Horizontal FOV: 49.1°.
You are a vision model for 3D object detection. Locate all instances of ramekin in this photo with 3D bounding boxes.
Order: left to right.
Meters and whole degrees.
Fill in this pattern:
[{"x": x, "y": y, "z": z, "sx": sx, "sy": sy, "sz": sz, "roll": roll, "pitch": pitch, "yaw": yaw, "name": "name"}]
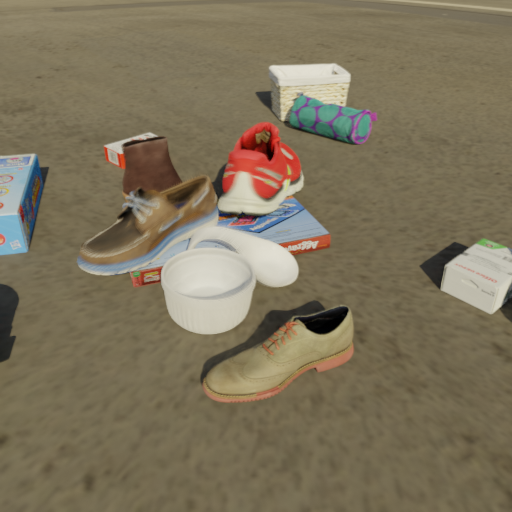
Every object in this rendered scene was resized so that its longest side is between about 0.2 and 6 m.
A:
[{"x": -0.712, "y": 0.536, "z": 8.366, "sx": 1.393, "sy": 0.731, "sz": 1.393, "roll": 3, "pitch": 33, "yaw": -2, "name": "ramekin"}]

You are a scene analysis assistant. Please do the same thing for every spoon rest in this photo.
[{"x": -0.162, "y": -0.031, "z": 9.081, "sx": 1.841, "sy": 0.558, "sz": 0.914, "roll": 18, "pitch": 44, "yaw": -8, "name": "spoon rest"}]

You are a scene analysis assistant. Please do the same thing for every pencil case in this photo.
[{"x": 1.996, "y": -3.684, "z": 15.015, "sx": 2.245, "sy": 0.955, "sz": 1.037, "roll": 26, "pitch": 55, "yaw": 35, "name": "pencil case"}]

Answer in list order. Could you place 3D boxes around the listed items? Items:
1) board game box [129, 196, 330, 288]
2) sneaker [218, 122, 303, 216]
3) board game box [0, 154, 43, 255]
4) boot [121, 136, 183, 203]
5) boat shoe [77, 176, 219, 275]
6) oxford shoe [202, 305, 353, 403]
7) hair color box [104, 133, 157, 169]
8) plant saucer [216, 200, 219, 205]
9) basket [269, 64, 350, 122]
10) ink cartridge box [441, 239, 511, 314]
[{"x": -0.637, "y": -0.365, "z": 10.223, "sx": 3.532, "sy": 0.343, "sz": 1.818, "roll": -11, "pitch": 34, "yaw": -17, "name": "board game box"}, {"x": 0.231, "y": -1.869, "z": 10.836, "sx": 1.332, "sy": 1.468, "sz": 3.458, "roll": 8, "pitch": 24, "yaw": 9, "name": "sneaker"}, {"x": -5.790, "y": -0.967, "z": 10.754, "sx": 2.914, "sy": 0.814, "sz": 2.853, "roll": -6, "pitch": 33, "yaw": -10, "name": "board game box"}, {"x": -1.714, "y": -1.578, "z": 11.017, "sx": 1.852, "sy": 1.540, "sz": 0.670, "roll": -12, "pitch": 35, "yaw": -25, "name": "boot"}, {"x": -1.794, "y": -0.628, "z": 9.357, "sx": 1.006, "sy": 1.008, "sz": 2.785, "roll": 24, "pitch": 39, "yaw": 32, "name": "boat shoe"}, {"x": 0.305, "y": 1.182, "z": 7.267, "sx": 2.215, "sy": 0.828, "sz": 0.780, "roll": -18, "pitch": 36, "yaw": -27, "name": "oxford shoe"}, {"x": -2.940, "y": -2.596, "z": 13.763, "sx": 1.348, "sy": 0.431, "sz": 0.748, "roll": -28, "pitch": 41, "yaw": -35, "name": "hair color box"}, {"x": -0.394, "y": -1.200, "z": 11.755, "sx": 0.689, "sy": 0.167, "sz": 0.689, "roll": 18, "pitch": 35, "yaw": 26, "name": "plant saucer"}, {"x": 1.514, "y": -4.818, "z": 16.502, "sx": 2.138, "sy": 1.319, "sz": 1.449, "roll": -5, "pitch": 32, "yaw": -10, "name": "basket"}, {"x": 3.701, "y": 0.296, "z": 8.986, "sx": 1.252, "sy": 0.526, "sz": 0.914, "roll": -26, "pitch": 40, "yaw": -35, "name": "ink cartridge box"}]
